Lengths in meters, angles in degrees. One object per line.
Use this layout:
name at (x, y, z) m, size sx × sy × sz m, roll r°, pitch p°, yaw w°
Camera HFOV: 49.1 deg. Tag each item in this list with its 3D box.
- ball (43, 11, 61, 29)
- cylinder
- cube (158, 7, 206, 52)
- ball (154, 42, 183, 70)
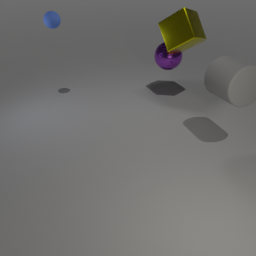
ball at (-3.178, -4.524, 11.721) m, size 0.700 × 0.700 × 0.700 m, roll 0°, pitch 31°, yaw 0°
cylinder at (3.556, -1.595, 9.483) m, size 1.400 × 1.400 × 1.400 m, roll -10°, pitch 29°, yaw -17°
cube at (2.465, -4.363, 12.655) m, size 1.400 × 1.400 × 1.400 m, roll -20°, pitch -1°, yaw 38°
ball at (2.025, -3.624, 14.060) m, size 1.400 × 1.400 × 1.400 m, roll 0°, pitch 31°, yaw 0°
